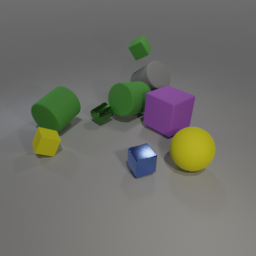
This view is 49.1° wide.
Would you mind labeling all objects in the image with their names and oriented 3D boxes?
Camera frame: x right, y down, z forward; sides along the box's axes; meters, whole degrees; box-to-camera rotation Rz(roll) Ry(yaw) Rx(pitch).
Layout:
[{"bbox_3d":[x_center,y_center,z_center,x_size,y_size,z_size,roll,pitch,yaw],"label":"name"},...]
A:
[{"bbox_3d":[0.441,1.021,8.879,0.700,0.700,0.700,-13,37,-19],"label":"cube"},{"bbox_3d":[1.058,-2.297,13.438,1.400,1.400,1.400,-25,3,-35],"label":"cylinder"},{"bbox_3d":[0.545,-3.630,12.700,0.700,0.700,0.700,-17,33,30],"label":"cube"},{"bbox_3d":[-1.103,-0.620,11.794,0.700,0.700,0.700,-36,44,-29],"label":"cylinder"},{"bbox_3d":[1.624,-0.708,11.202,1.400,1.400,1.400,-23,39,-39],"label":"cube"},{"bbox_3d":[2.036,0.663,8.879,1.400,1.400,1.400,0,30,0],"label":"ball"},{"bbox_3d":[-2.872,0.487,9.832,0.700,0.700,0.700,15,19,-34],"label":"cube"},{"bbox_3d":[-2.839,-0.726,11.129,1.400,1.400,1.400,15,43,24],"label":"cylinder"},{"bbox_3d":[0.107,-1.276,12.084,1.400,1.400,1.400,23,23,34],"label":"cylinder"}]
